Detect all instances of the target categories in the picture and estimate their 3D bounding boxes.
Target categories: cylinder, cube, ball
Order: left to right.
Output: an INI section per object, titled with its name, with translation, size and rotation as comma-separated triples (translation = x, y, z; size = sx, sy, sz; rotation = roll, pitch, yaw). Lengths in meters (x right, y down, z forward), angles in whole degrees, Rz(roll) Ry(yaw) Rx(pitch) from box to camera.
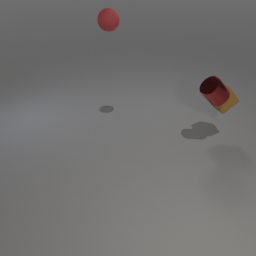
[ball]
translation = -0.615, -3.412, 8.842
size = 0.700, 0.700, 0.700
rotation = 0, 30, 0
[cylinder]
translation = 2.704, -1.143, 8.734
size = 0.700, 0.700, 0.700
rotation = -29, 43, 30
[cube]
translation = 3.205, -1.028, 9.581
size = 0.700, 0.700, 0.700
rotation = -40, 21, 9
